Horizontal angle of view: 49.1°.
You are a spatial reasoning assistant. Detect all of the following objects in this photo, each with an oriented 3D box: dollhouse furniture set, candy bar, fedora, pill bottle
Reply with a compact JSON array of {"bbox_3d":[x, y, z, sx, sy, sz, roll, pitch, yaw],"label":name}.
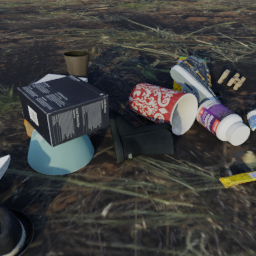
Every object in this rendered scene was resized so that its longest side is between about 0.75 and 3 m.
[{"bbox_3d":[5.516,-2.497,14.999,1.105,0.719,1.015,37,45,14],"label":"dollhouse furniture set"},{"bbox_3d":[3.664,1.582,8.805,1.563,0.173,0.390,-8,37,-13],"label":"candy bar"},{"bbox_3d":[-3.260,2.432,6.829,1.876,0.857,1.876,0,32,0],"label":"fedora"},{"bbox_3d":[3.624,-0.200,10.721,1.108,1.108,1.988,-13,35,-19],"label":"pill bottle"}]

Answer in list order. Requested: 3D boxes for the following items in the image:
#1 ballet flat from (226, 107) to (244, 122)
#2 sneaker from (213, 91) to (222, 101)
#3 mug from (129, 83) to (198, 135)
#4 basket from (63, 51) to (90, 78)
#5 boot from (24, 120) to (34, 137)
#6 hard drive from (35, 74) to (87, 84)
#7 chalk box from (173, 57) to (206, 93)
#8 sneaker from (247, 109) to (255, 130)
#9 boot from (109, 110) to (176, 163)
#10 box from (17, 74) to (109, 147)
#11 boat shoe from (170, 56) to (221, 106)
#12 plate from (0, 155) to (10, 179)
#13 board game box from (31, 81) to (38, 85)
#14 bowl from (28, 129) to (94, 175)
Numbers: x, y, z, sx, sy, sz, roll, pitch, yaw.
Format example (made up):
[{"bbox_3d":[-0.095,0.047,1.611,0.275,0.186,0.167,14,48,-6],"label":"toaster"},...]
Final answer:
[{"bbox_3d":[4.491,-0.524,11.985,0.424,0.398,1.173,6,27,-31],"label":"ballet flat"},{"bbox_3d":[3.589,-1.547,13.274,1.672,0.651,0.586,7,34,11],"label":"sneaker"},{"bbox_3d":[1.486,-0.819,11.672,2.482,1.656,2.203,26,-2,41],"label":"mug"},{"bbox_3d":[-2.703,-3.269,15.149,1.394,1.547,1.052,0,33,1],"label":"basket"},{"bbox_3d":[-2.840,-0.578,11.460,2.765,0.973,1.979,-12,35,-10],"label":"boot"},{"bbox_3d":[-3.324,-2.245,14.052,2.171,0.275,1.433,9,34,14],"label":"hard drive"},{"bbox_3d":[3.244,-2.826,14.582,1.410,1.403,2.266,9,34,13],"label":"chalk box"},{"bbox_3d":[5.824,-0.132,11.133,2.123,0.804,0.818,7,57,9],"label":"sneaker"},{"bbox_3d":[0.465,0.147,10.264,2.146,0.975,2.554,-9,40,-7],"label":"boot"},{"bbox_3d":[-2.094,-0.679,9.150,2.073,1.185,2.277,-23,39,-32],"label":"box"},{"bbox_3d":[3.336,-1.988,12.469,1.320,1.029,2.908,-38,78,-16],"label":"boat shoe"},{"bbox_3d":[-4.478,1.982,7.172,2.667,0.432,2.673,-21,27,17],"label":"plate"},{"bbox_3d":[-3.838,-2.116,14.450,2.006,0.346,1.358,15,36,23],"label":"board game box"},{"bbox_3d":[-2.376,0.419,9.679,2.312,1.210,2.312,0,33,0],"label":"bowl"}]
